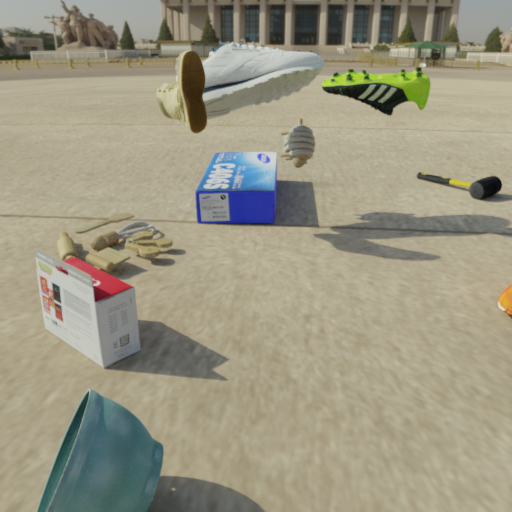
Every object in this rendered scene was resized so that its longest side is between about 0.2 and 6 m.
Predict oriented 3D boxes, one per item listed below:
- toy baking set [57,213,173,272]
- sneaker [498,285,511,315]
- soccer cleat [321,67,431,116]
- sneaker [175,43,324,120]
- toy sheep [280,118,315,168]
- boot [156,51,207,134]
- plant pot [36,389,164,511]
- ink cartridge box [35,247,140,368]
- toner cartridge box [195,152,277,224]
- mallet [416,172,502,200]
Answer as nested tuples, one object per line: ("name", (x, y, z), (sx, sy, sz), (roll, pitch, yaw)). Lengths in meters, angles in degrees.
("toy baking set", (-3.111, -0.277, 12.062), (2.290, 0.347, 2.984), (-8, 25, -26))
("sneaker", (4.786, 0.447, 9.659), (0.804, 0.850, 2.204), (19, 31, 35))
("soccer cleat", (2.584, -3.550, 12.238), (2.335, 0.946, 0.788), (5, 38, 18))
("sneaker", (-0.100, -4.261, 12.790), (3.447, 1.387, 1.317), (-17, -12, -15))
("toy sheep", (1.039, -2.757, 13.661), (0.862, 1.250, 0.862), (0, -6, 0))
("boot", (-1.593, -3.490, 11.598), (0.601, 1.651, 1.283), (-28, 43, -28))
("plant pot", (-1.458, 2.093, 5.442), (0.907, 1.353, 1.353), (23, 19, -15))
("ink cartridge box", (-2.545, 0.639, 8.400), (1.657, 1.455, 0.695), (20, 31, 38))
("toner cartridge box", (-0.407, -1.950, 15.185), (1.928, 0.876, 4.060), (1, 23, 2))
("mallet", (5.657, -2.100, 16.191), (0.873, 0.545, 2.650), (-23, 27, -35))
